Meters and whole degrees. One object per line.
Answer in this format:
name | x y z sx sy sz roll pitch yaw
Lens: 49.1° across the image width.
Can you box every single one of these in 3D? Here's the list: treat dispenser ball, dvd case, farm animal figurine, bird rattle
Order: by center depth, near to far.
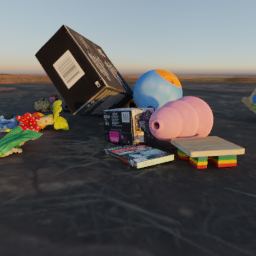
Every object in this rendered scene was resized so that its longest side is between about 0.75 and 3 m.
dvd case | 0.237 0.641 6.836 1.065 0.161 1.459 -8 11 -33
bird rattle | -3.103 -0.163 9.787 1.942 1.094 1.583 -27 15 -38
treat dispenser ball | 1.121 -1.293 10.661 1.861 1.861 1.861 0 12 0
farm animal figurine | -4.183 -1.156 14.326 1.444 0.762 1.461 -9 16 16

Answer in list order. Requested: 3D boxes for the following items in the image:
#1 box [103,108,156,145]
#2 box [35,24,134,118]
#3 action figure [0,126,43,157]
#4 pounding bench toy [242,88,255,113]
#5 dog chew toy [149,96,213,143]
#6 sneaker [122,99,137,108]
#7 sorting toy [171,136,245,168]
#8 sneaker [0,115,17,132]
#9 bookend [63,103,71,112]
box | 0.018 -0.096 8.106 0.842 0.969 1.467 -8 6 -37
box | -1.540 -2.003 10.990 1.717 2.876 2.925 -39 -14 17
action figure | -3.034 0.433 7.244 0.964 0.446 1.632 4 19 12
pounding bench toy | 5.551 -1.230 10.872 2.618 2.042 1.626 -8 47 -32
dog chew toy | 1.415 -0.171 7.770 1.387 1.387 2.228 10 13 39
sneaker | -0.343 -1.186 14.143 2.546 0.765 1.328 -4 7 -32
sorting toy | 1.806 0.565 6.597 1.262 0.439 1.254 -3 12 -11
sneaker | -4.586 -0.125 9.570 1.527 0.599 0.503 -10 18 -35
bookend | -2.389 -2.175 14.910 1.110 2.411 2.396 4 12 19
